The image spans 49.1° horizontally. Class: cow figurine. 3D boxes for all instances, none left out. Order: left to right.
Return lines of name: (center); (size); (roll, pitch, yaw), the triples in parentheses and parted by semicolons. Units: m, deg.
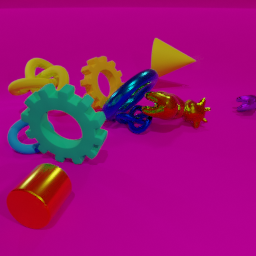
cow figurine: (1.419, -0.541, 7.978); (1.702, 0.949, 1.729); (16, 10, 20)
cow figurine: (4.155, -0.843, 9.173); (1.126, 0.628, 1.144); (-6, -1, 14)

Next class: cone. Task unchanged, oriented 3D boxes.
cone: (1.881, -2.720, 11.219); (1.657, 1.650, 1.650); (6, 26, 13)

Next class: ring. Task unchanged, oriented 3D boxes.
ring: (-2.482, 0.162, 7.201); (1.165, 0.233, 1.165); (2, 51, -3)
ring: (0.057, -0.963, 8.318); (0.419, 2.093, 2.093); (50, 40, 5)

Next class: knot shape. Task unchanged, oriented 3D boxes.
knot shape: (-2.617, -1.449, 8.830); (1.794, 0.886, 1.917); (20, 47, 25)
knot shape: (0.168, -0.275, 8.230); (1.091, 0.538, 1.165); (2, 26, 3)

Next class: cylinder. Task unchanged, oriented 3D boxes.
cylinder: (-1.522, 1.167, 4.891); (0.817, 0.817, 0.817); (7, 27, 14)

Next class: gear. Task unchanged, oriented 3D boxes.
gear: (-1.402, -0.048, 6.166); (1.871, 1.871, 0.346); (7, 34, 13)
gear: (-0.781, -1.417, 9.162); (0.329, 1.777, 1.777); (-8, 16, 38)
